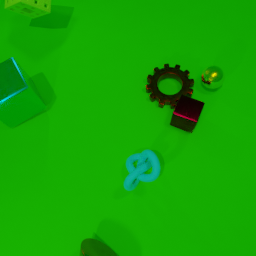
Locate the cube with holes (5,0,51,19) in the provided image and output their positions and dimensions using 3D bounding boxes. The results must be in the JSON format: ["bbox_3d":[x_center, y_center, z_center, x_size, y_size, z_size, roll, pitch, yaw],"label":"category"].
[{"bbox_3d":[-3.225,-4.326,9.081,1.045,1.045,1.045,6,93,41],"label":"cube with holes"}]

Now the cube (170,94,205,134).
[{"bbox_3d":[1.713,-0.406,8.160,0.721,0.721,0.721,22,64,11],"label":"cube"}]

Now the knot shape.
[{"bbox_3d":[0.341,1.010,7.342,0.565,1.223,1.144,39,20,-18],"label":"knot shape"}]

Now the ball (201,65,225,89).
[{"bbox_3d":[2.573,-1.550,8.491,0.713,0.713,0.713,0,62,0],"label":"ball"}]

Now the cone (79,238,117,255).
[{"bbox_3d":[-0.890,3.336,6.282,1.147,1.147,1.151,37,95,17],"label":"cone"}]

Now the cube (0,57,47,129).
[{"bbox_3d":[-3.348,-0.983,8.063,1.248,1.248,1.248,-32,66,-5],"label":"cube"}]

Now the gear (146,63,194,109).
[{"bbox_3d":[1.305,-1.322,8.787,1.479,0.274,1.479,-2,68,4],"label":"gear"}]
